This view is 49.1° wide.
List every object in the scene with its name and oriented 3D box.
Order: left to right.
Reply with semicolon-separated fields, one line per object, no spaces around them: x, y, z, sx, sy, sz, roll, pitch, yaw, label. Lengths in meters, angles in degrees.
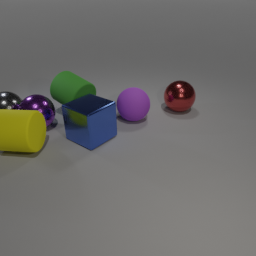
-4.905;-0.779;11.312;1.400;1.400;1.400;0;28;0;ball
-3.703;0.090;9.453;1.400;1.400;1.400;2;28;8;cylinder
-3.553;-0.615;10.943;1.400;1.400;1.400;0;28;0;ball
-2.303;-1.511;11.814;1.400;1.400;1.400;31;40;26;cylinder
-1.379;-0.273;10.265;1.400;1.400;1.400;21;36;34;cube
0.222;-0.983;11.622;1.400;1.400;1.400;0;28;0;ball
2.290;-1.405;12.434;1.400;1.400;1.400;0;28;0;ball
